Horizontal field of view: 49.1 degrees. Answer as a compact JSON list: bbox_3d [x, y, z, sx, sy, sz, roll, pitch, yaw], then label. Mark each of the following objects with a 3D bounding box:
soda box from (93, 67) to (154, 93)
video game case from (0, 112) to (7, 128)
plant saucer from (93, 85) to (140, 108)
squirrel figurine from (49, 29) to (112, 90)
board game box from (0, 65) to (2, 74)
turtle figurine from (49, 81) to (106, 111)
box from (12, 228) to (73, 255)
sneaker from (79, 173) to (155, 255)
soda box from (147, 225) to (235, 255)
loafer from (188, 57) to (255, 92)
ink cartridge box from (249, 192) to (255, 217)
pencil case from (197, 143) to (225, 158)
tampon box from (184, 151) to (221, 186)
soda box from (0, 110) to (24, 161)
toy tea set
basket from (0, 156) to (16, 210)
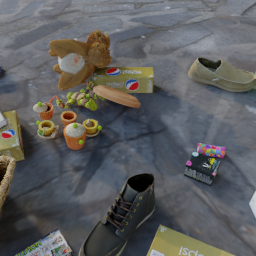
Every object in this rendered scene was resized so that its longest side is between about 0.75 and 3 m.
[{"bbox_3d":[-0.174,-1.954,11.347,2.412,0.772,0.817,1,42,1],"label":"soda box"},{"bbox_3d":[-5.169,-0.266,9.320,1.776,0.224,2.481,-38,47,-12],"label":"video game case"},{"bbox_3d":[-0.384,-1.178,10.124,1.786,0.288,1.786,20,12,-4],"label":"plant saucer"},{"bbox_3d":[-1.861,-2.929,11.450,2.580,1.826,2.408,-17,21,-2],"label":"squirrel figurine"},{"bbox_3d":[-6.150,-2.471,12.281,1.028,0.317,1.028,-7,42,-8],"label":"board game box"},{"bbox_3d":[-1.796,-1.039,10.337,1.780,0.711,2.207,13,40,39],"label":"turtle figurine"},{"bbox_3d":[-1.992,2.906,6.243,1.336,0.232,0.735,-26,48,-26],"label":"box"},{"bbox_3d":[-0.245,2.023,6.456,0.896,1.272,2.395,28,49,28],"label":"sneaker"},{"bbox_3d":[1.661,2.981,5.684,2.531,0.857,0.810,18,44,20],"label":"soda box"},{"bbox_3d":[3.860,-2.213,11.417,2.746,0.926,1.044,12,50,13],"label":"loafer"},{"bbox_3d":[3.732,1.953,6.926,1.040,0.752,0.766,-4,42,-5],"label":"ink cartridge box"},{"bbox_3d":[2.563,0.683,8.684,0.847,0.374,0.374,12,43,10],"label":"pencil case"},{"bbox_3d":[2.118,1.155,8.014,0.828,0.522,0.620,21,45,22],"label":"tampon box"},{"bbox_3d":[-3.764,0.235,8.971,0.596,0.631,1.863,-14,43,-16],"label":"soda box"},{"bbox_3d":[-2.137,-0.244,9.152,2.427,0.898,1.443,19,44,11],"label":"toy tea set"},{"bbox_3d":[-3.677,1.662,6.262,1.577,1.647,2.210,21,40,-15],"label":"basket"}]
